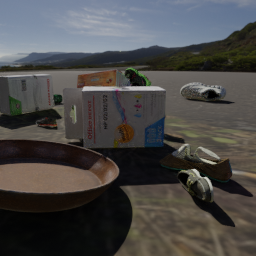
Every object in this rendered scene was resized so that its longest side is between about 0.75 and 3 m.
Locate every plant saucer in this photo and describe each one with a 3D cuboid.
[{"bbox_3d":[-1.633,0.785,5.075,2.914,0.502,2.914,9,8,-1],"label":"plant saucer"}]

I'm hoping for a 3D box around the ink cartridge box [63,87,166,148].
[{"bbox_3d":[-0.430,-0.316,7.855,2.799,1.611,0.949,-1,14,-5],"label":"ink cartridge box"}]

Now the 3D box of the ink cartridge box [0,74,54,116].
[{"bbox_3d":[-4.583,-1.567,12.701,0.953,1.651,2.261,10,16,35],"label":"ink cartridge box"}]

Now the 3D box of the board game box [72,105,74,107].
[{"bbox_3d":[-1.784,-1.690,14.881,1.893,0.825,2.566,1,15,8],"label":"board game box"}]

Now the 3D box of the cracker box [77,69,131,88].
[{"bbox_3d":[-0.521,-1.639,12.319,1.993,0.858,2.976,0,-9,33],"label":"cracker box"}]

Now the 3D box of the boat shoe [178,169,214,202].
[{"bbox_3d":[1.211,1.037,5.077,0.345,0.412,1.153,-1,8,-6],"label":"boat shoe"}]

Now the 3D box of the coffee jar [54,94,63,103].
[{"bbox_3d":[-4.096,-1.536,14.942,0.571,0.467,1.095,13,20,41],"label":"coffee jar"}]

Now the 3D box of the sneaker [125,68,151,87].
[{"bbox_3d":[0.249,-1.802,10.460,1.445,0.606,0.555,39,-4,47],"label":"sneaker"}]

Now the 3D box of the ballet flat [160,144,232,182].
[{"bbox_3d":[1.436,0.680,6.051,1.639,0.593,0.556,11,19,39],"label":"ballet flat"}]

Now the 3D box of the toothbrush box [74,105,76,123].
[{"bbox_3d":[-0.625,-0.583,9.904,1.877,1.110,2.578,2,14,6],"label":"toothbrush box"}]

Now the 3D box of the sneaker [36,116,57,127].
[{"bbox_3d":[-2.948,-0.262,10.178,0.889,0.364,0.343,5,15,20],"label":"sneaker"}]

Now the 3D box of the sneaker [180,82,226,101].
[{"bbox_3d":[4.250,-2.043,16.176,2.605,0.979,1.056,6,24,26],"label":"sneaker"}]
